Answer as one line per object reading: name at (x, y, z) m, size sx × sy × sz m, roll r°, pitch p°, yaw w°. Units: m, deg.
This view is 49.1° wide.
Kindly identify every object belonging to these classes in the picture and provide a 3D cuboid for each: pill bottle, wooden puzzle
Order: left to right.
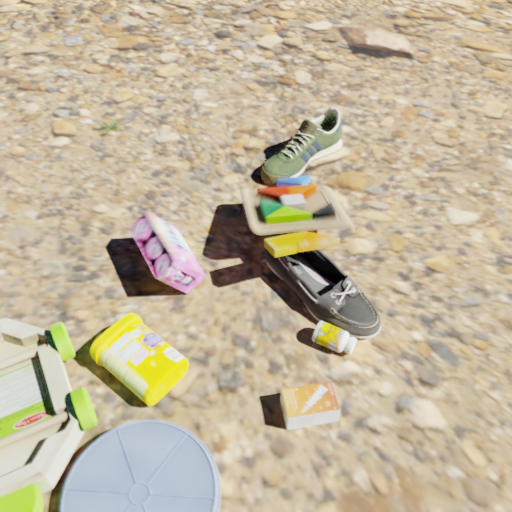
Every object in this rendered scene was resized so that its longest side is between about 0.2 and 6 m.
wooden puzzle at (0.785, -0.992, 11.256) m, size 2.219 × 0.385 × 3.289 m, roll -5°, pitch 30°, yaw -14°
pill bottle at (1.370, 1.443, 9.772) m, size 0.702 × 0.396 × 0.396 m, roll 22°, pitch 51°, yaw 18°

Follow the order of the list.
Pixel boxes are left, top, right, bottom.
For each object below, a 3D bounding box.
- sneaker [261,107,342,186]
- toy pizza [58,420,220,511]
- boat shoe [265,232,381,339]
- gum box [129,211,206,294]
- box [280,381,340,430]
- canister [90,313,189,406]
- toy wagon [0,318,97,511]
sneaker at (1.086, -2.664, 13.048) m, size 2.490 × 1.118 × 0.835 m, roll -33°, pitch 55°, yaw -27°
toy pizza at (-1.635, 3.443, 7.969) m, size 2.271 × 0.360 × 2.271 m, roll -1°, pitch 49°, yaw 1°
boat shoe at (1.160, 0.456, 10.391) m, size 0.933 × 0.795 × 2.791 m, roll -34°, pitch 55°, yaw -24°
gum box at (-1.689, -0.043, 10.696) m, size 0.530 × 0.909 × 1.602 m, roll -45°, pitch 51°, yaw 12°
box at (0.848, 2.378, 8.906) m, size 0.845 × 0.412 × 0.525 m, roll -8°, pitch 48°, yaw -7°
canister at (-1.939, 1.729, 9.377) m, size 1.373 × 0.594 × 1.020 m, roll 33°, pitch 58°, yaw 25°
toy wagon at (-4.013, 2.718, 8.353) m, size 3.096 × 0.789 × 3.990 m, roll -21°, pitch 51°, yaw -17°
